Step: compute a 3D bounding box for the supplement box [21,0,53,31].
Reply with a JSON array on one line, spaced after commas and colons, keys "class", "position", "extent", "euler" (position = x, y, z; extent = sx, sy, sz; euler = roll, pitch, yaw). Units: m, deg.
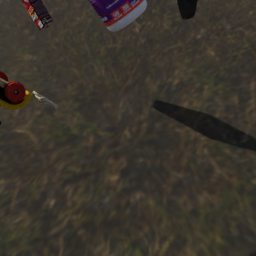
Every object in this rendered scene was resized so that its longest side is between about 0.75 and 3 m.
[{"class": "supplement box", "position": [-2.513, -3.267, 7.561], "extent": [0.339, 0.606, 1.113], "euler": [-37, 108, -20]}]

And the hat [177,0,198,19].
[{"class": "hat", "position": [1.041, -3.314, 5.929], "extent": [0.828, 2.054, 2.054], "euler": [17, 64, 23]}]

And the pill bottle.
[{"class": "pill bottle", "position": [-0.405, -2.622, 5.044], "extent": [0.885, 0.885, 1.574], "euler": [-49, 117, -20]}]

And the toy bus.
[{"class": "toy bus", "position": [-2.886, -0.625, 4.807], "extent": [2.593, 2.447, 1.340], "euler": [31, 87, 3]}]
